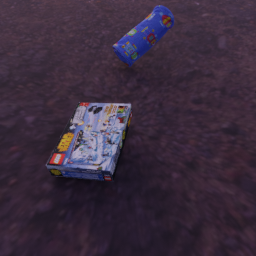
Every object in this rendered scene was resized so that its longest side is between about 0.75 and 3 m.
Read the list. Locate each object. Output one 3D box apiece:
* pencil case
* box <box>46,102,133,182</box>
[{"bbox_3d":[0.504,-3.037,9.202,2.235,0.872,0.971,-44,46,-4],"label":"pencil case"},{"bbox_3d":[-0.808,0.226,6.583,1.452,0.423,2.121,3,45,14],"label":"box"}]
